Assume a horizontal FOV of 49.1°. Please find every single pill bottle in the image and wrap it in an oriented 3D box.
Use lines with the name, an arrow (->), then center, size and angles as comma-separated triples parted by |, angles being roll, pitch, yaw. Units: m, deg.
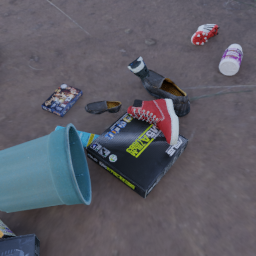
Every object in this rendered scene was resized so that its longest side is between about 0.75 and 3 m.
pill bottle -> 4.462, -2.974, 12.027 | 0.807, 0.807, 1.437 | 19, 53, 15

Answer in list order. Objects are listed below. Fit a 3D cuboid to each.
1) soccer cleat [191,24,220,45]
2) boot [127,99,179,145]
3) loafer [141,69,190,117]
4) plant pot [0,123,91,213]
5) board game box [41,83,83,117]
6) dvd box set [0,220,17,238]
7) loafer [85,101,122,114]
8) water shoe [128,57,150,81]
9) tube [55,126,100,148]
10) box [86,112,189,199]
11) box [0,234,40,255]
soccer cleat -> 3.560, -4.530, 13.445 | 1.963, 0.673, 0.836 | -33, 49, -27
boot -> 0.776, -0.234, 9.097 | 1.548, 0.777, 2.146 | 1, 37, -6
loafer -> 1.452, -1.602, 10.804 | 0.969, 0.963, 2.663 | -31, 56, -22
plant pot -> -2.411, 1.245, 7.808 | 2.268, 2.315, 2.315 | -13, 52, -1
board game box -> -2.533, -1.100, 10.861 | 0.941, 0.240, 1.389 | 21, 54, 16
dvd box set -> -3.464, 2.670, 7.545 | 0.860, 0.629, 0.126 | 32, 73, 23
loafer -> -0.853, -0.789, 9.832 | 1.327, 0.480, 0.483 | -8, 69, -27
water shoe -> 0.393, -2.029, 9.812 | 0.591, 0.652, 1.653 | -33, 18, 13
tube -> -1.640, 0.361, 9.596 | 1.735, 0.437, 0.672 | 15, 62, 0
box -> 0.327, 0.666, 9.160 | 2.394, 0.589, 2.479 | 31, 55, 24
box -> -3.148, 3.946, 6.562 | 1.976, 0.537, 2.467 | -7, 51, -6
